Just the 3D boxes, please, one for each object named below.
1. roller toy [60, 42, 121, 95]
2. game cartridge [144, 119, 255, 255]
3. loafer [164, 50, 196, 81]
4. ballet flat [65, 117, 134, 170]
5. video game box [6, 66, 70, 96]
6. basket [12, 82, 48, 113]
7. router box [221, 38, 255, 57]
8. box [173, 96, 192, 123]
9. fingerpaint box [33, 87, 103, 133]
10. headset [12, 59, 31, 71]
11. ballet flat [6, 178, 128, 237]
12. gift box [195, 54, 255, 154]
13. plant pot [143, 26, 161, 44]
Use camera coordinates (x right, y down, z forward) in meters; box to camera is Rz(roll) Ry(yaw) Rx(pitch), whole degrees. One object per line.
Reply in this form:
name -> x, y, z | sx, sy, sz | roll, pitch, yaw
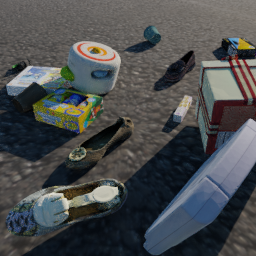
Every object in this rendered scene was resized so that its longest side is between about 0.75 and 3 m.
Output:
roller toy -> -1.263, -2.286, 10.293 | 1.874, 1.436, 2.055 | 23, 37, 5
game cartridge -> 1.590, 1.016, 5.369 | 0.606, 1.995, 2.992 | 41, 49, 15
loafer -> 2.193, -2.653, 11.775 | 0.813, 0.712, 2.261 | 22, 40, 28
ballet flat -> -0.704, 0.320, 7.602 | 0.824, 0.567, 2.445 | 27, 43, 33
video game box -> -3.260, -1.783, 10.748 | 2.030, 0.475, 1.850 | 5, 38, 7
basket -> -3.303, -0.978, 9.421 | 0.875, 0.660, 0.971 | 44, 53, 3
router box -> 5.564, -4.058, 14.048 | 1.272, 0.436, 1.706 | -1, 35, -2
box -> 1.821, -0.645, 9.257 | 0.281, 0.262, 1.356 | 15, 38, 21
fingerpaint box -> -1.873, -0.631, 8.935 | 1.698, 0.623, 1.416 | 16, 38, 22
headset -> -4.632, -2.761, 12.182 | 0.925, 0.435, 0.571 | -3, 34, 15
ballet flat -> -1.076, 1.445, 5.414 | 2.403, 0.864, 0.864 | -9, 35, -25
gift box -> 3.112, -0.603, 7.715 | 2.307, 2.129, 2.154 | 2, 42, 0
plant pot -> 1.360, -4.989, 15.164 | 0.822, 0.822, 0.805 | -11, 44, -16
